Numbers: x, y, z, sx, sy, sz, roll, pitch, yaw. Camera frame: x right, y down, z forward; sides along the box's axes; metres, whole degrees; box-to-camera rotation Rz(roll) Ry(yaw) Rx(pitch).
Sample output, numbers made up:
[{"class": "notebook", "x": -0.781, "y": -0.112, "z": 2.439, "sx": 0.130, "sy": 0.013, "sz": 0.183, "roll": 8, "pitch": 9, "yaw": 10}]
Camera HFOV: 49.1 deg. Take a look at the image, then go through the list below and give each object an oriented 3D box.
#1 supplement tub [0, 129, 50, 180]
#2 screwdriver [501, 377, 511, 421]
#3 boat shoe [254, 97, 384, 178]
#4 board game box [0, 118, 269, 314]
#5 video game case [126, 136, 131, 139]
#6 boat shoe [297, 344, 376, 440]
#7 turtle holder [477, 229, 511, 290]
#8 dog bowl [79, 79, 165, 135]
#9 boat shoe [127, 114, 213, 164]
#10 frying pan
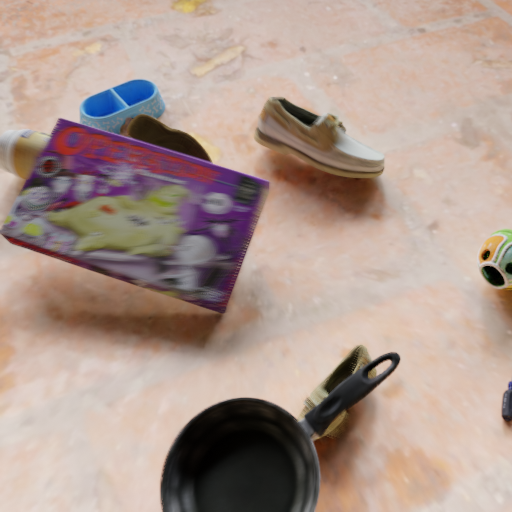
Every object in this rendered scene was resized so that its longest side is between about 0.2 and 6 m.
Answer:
[{"class": "supplement tub", "x": -4.650, "y": -2.124, "z": 12.058, "sx": 1.508, "sy": 1.089, "sz": 1.089, "roll": 12, "pitch": 53, "yaw": 9}, {"class": "screwdriver", "x": 4.327, "y": 2.021, "z": 9.444, "sx": 0.233, "sy": 0.243, "sz": 1.671, "roll": 18, "pitch": 51, "yaw": 13}, {"class": "boat shoe", "x": 1.429, "y": -2.588, "z": 12.251, "sx": 3.009, "sy": 1.029, "sz": 1.125, "roll": 20, "pitch": 33, "yaw": 9}, {"class": "board game box", "x": -2.248, "y": -0.838, "z": 10.684, "sx": 4.435, "sy": 0.716, "sz": 2.662, "roll": 17, "pitch": 68, "yaw": 7}, {"class": "video game case", "x": -2.816, "y": -2.290, "z": 12.805, "sx": 1.090, "sy": 0.132, "sz": 1.196, "roll": -32, "pitch": 59, "yaw": -22}, {"class": "boat shoe", "x": 1.230, "y": 2.158, "z": 8.927, "sx": 1.798, "sy": 0.566, "sz": 0.656, "roll": -37, "pitch": 31, "yaw": -24}, {"class": "turtle holder", "x": 4.687, "y": 0.227, "z": 10.408, "sx": 0.974, "sy": 1.372, "sz": 1.042, "roll": -38, "pitch": 29, "yaw": -26}, {"class": "dog bowl", "x": -3.270, "y": -3.613, "z": 13.571, "sx": 2.191, "sy": 0.543, "sz": 1.221, "roll": -29, "pitch": 57, "yaw": -21}, {"class": "boat shoe", "x": -1.757, "y": -2.309, "z": 12.287, "sx": 2.386, "sy": 0.792, "sz": 0.883, "roll": 39, "pitch": 93, "yaw": 22}, {"class": "frying pan", "x": 0.200, "y": 2.624, "z": 8.255, "sx": 2.338, "sy": 0.629, "sz": 3.865, "roll": 25, "pitch": 67, "yaw": 29}]
